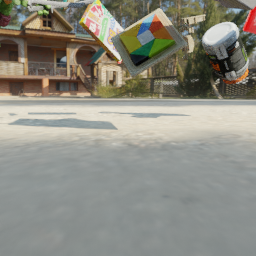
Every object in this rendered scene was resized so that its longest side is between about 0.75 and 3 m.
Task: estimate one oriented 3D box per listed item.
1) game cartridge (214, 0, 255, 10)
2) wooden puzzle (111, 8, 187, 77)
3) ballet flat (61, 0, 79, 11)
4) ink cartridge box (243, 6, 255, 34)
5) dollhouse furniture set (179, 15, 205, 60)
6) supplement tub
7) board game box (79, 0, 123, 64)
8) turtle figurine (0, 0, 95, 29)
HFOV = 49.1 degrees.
[{"bbox_3d":[1.059,-3.108,5.220,2.783,0.534,1.804,27,19,-9],"label":"game cartridge"},{"bbox_3d":[0.451,-2.229,7.100,1.546,1.671,0.311,-30,-33,6],"label":"wooden puzzle"},{"bbox_3d":[-1.582,-4.041,8.307,0.429,1.316,0.464,17,6,-34],"label":"ballet flat"},{"bbox_3d":[3.861,-3.205,8.254,0.477,0.825,1.420,26,28,23],"label":"ink cartridge box"},{"bbox_3d":[2.507,-3.330,10.439,0.763,1.562,1.332,-13,19,-2],"label":"dollhouse furniture set"},{"bbox_3d":[3.699,-2.721,10.458,1.279,1.279,2.087,7,-33,45],"label":"supplement tub"},{"bbox_3d":[-0.699,-3.390,10.051,0.338,1.076,2.253,9,-21,41],"label":"board game box"},{"bbox_3d":[-2.479,-2.791,6.625,2.856,2.769,2.055,35,24,-41],"label":"turtle figurine"}]
